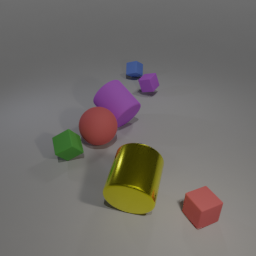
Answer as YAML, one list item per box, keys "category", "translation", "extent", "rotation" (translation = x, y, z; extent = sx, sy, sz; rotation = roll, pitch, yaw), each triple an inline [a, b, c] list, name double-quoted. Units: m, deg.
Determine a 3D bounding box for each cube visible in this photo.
- category: "cube"
  translation: [1.949, 2.086, 7.377]
  extent: [0.700, 0.700, 0.700]
  rotation: [-13, 34, -22]
- category: "cube"
  translation: [0.378, -3.345, 15.958]
  extent: [0.700, 0.700, 0.700]
  rotation: [-2, -6, 36]
- category: "cube"
  translation: [-2.025, 0.579, 9.454]
  extent: [0.700, 0.700, 0.700]
  rotation: [-27, 59, 13]
- category: "cube"
  translation: [1.048, -2.270, 14.032]
  extent: [0.700, 0.700, 0.700]
  rotation: [2, 36, 37]

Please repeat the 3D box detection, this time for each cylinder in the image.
- category: "cylinder"
  translation: [-0.443, -0.972, 11.302]
  extent: [1.400, 1.400, 1.400]
  rotation: [-28, 70, -38]
- category: "cylinder"
  translation: [0.177, 1.362, 7.601]
  extent: [1.400, 1.400, 1.400]
  rotation: [8, 48, 13]

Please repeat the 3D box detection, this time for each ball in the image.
- category: "ball"
  translation: [-1.083, -0.072, 10.176]
  extent: [1.400, 1.400, 1.400]
  rotation: [0, 31, 0]
